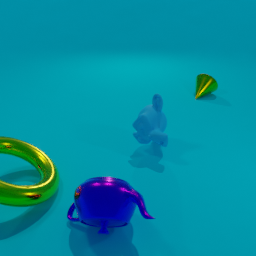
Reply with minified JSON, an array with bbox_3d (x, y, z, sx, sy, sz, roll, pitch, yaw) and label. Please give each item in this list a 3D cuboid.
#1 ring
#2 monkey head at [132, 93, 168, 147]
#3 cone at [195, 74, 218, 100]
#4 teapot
[{"bbox_3d":[-2.341,0.823,5.705,1.979,0.396,1.979,27,19,-10],"label":"ring"},{"bbox_3d":[0.707,-0.028,7.076,1.111,1.544,0.930,26,47,32],"label":"monkey head"},{"bbox_3d":[2.793,-1.412,10.694,0.937,0.937,0.941,21,61,34],"label":"cone"},{"bbox_3d":[-0.342,1.374,4.844,1.815,1.129,0.889,-15,56,28],"label":"teapot"}]
